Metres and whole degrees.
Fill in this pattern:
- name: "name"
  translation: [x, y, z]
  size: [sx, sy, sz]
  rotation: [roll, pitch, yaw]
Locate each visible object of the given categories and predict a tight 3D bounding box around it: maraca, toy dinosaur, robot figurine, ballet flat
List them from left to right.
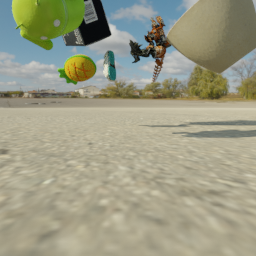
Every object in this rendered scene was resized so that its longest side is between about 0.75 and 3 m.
- name: "robot figurine"
  translation: [-1.673, -2.572, 6.061]
  size: [1.743, 1.149, 1.987]
  rotation: [-40, 12, 30]
- name: "maraca"
  translation: [-1.617, -1.824, 8.889]
  size: [1.398, 0.748, 0.958]
  rotation: [-23, -50, 35]
- name: "ballet flat"
  translation: [-0.653, -2.062, 9.609]
  size: [0.469, 1.307, 0.469]
  rotation: [-2, -27, -1]
- name: "toy dinosaur"
  translation: [0.946, -3.109, 11.042]
  size: [1.618, 2.383, 1.217]
  rotation: [-1, -10, 12]

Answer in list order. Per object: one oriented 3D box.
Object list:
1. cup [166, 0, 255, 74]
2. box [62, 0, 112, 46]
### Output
- name: "cup"
  translation: [2.979, -2.997, 9.056]
  size: [2.855, 2.042, 2.855]
  rotation: [-36, -1, -1]
- name: "box"
  translation: [-1.633, -3.738, 9.283]
  size: [1.108, 1.787, 1.757]
  rotation: [-30, 28, -21]
